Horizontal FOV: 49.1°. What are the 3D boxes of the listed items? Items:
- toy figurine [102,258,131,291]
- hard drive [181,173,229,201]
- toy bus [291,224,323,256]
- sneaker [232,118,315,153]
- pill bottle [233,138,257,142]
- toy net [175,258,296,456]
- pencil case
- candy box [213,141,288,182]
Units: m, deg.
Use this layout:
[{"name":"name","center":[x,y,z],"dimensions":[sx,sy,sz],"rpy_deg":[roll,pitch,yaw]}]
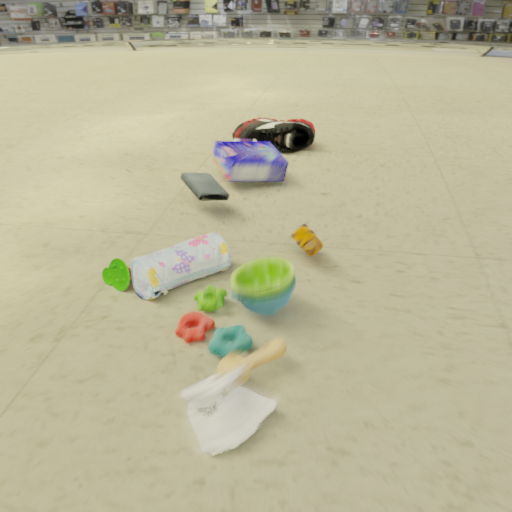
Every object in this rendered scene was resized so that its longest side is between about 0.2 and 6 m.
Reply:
[{"name":"toy figurine","center":[-2.421,0.318,10.839],"dimensions":[0.838,0.629,0.772],"rpy_deg":[-10,2,40]},{"name":"hard drive","center":[-1.231,-1.655,13.382],"dimensions":[0.783,0.184,1.122],"rpy_deg":[-4,35,-32]},{"name":"toy bus","center":[1.019,-0.321,11.254],"dimensions":[0.380,0.457,1.167],"rpy_deg":[-42,15,5]},{"name":"sneaker","center":[0.650,-3.929,18.312],"dimensions":[2.819,0.996,1.377],"rpy_deg":[-2,25,-7]},{"name":"pill bottle","center":[-0.249,-3.497,18.012],"dimensions":[0.944,0.526,0.526],"rpy_deg":[4,28,7]},{"name":"toy net","center":[-0.502,1.262,8.393],"dimensions":[1.957,0.720,3.731],"rpy_deg":[-2,29,12]},{"name":"pencil case","center":[-1.416,0.174,10.639],"dimensions":[1.941,0.807,0.881],"rpy_deg":[-22,35,-37]},{"name":"candy box","center":[-0.178,-2.608,15.408],"dimensions":[1.666,0.642,1.409],"rpy_deg":[-3,36,-23]}]
